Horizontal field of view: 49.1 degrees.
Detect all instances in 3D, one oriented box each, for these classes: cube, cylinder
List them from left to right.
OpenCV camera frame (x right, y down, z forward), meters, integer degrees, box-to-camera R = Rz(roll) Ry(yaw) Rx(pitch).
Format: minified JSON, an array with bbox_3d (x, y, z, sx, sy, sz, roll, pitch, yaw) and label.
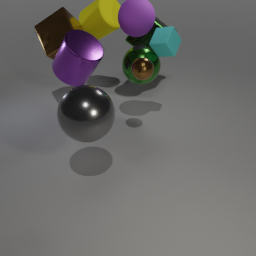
[{"bbox_3d":[-2.494,-3.502,10.957,1.400,1.400,1.400,-28,-12,14],"label":"cube"},{"bbox_3d":[-1.755,-2.409,9.727,1.400,1.400,1.400,18,53,-24],"label":"cylinder"},{"bbox_3d":[-1.123,-4.644,11.858,1.400,1.400,1.400,-12,16,44],"label":"cylinder"},{"bbox_3d":[0.984,-4.096,12.428,1.400,1.400,1.400,39,27,1],"label":"cube"},{"bbox_3d":[1.271,-2.907,9.482,0.700,0.700,0.700,11,71,40],"label":"cube"}]

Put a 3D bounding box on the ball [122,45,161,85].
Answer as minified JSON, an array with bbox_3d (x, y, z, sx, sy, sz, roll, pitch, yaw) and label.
[{"bbox_3d":[0.484,-2.288,10.197,1.400,1.400,1.400,0,30,0],"label":"ball"}]

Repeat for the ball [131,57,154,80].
[{"bbox_3d":[0.452,-1.830,8.657,0.700,0.700,0.700,0,30,0],"label":"ball"}]

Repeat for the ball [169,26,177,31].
[{"bbox_3d":[1.974,-4.412,13.180,0.700,0.700,0.700,0,30,0],"label":"ball"}]

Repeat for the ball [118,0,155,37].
[{"bbox_3d":[0.314,-4.147,10.494,1.400,1.400,1.400,0,30,0],"label":"ball"}]

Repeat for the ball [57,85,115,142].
[{"bbox_3d":[-1.016,-0.348,6.852,1.400,1.400,1.400,0,30,0],"label":"ball"}]
